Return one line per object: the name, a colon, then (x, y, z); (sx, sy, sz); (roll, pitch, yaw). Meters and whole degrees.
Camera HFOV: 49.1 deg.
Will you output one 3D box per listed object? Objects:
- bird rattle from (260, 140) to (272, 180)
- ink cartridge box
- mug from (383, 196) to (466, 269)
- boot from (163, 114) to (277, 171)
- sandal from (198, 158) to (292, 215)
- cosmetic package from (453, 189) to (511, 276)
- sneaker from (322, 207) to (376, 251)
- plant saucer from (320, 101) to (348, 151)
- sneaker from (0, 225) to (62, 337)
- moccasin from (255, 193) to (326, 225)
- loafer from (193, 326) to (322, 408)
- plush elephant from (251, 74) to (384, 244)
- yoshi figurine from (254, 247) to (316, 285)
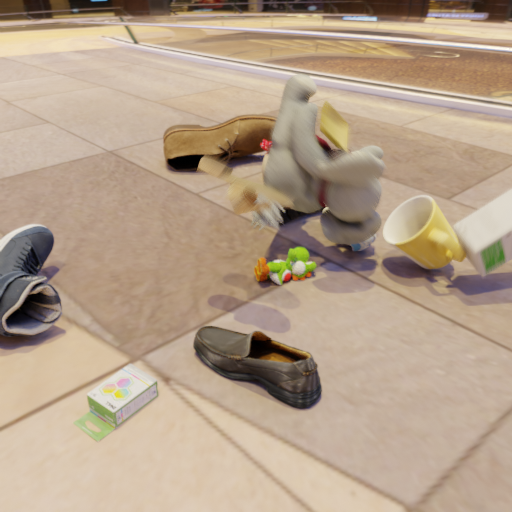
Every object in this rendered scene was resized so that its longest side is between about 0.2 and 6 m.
bird rattle: (0.421, -2.309, 14.208); (0.712, 1.263, 1.030); (8, 55, 14)
ink cartridge box: (-1.900, 1.956, 7.568); (0.556, 0.318, 1.071); (21, 36, 32)
mug: (3.190, -0.254, 10.474); (1.135, 1.163, 1.417); (-35, 29, 29)
boot: (-0.798, -3.001, 15.553); (3.571, 1.314, 1.347); (-8, 44, 0)
sandal: (-0.245, -0.941, 8.759); (1.711, 0.563, 0.627); (30, 17, 22)
cosmetic package: (4.444, -0.548, 9.776); (1.743, 0.938, 0.739); (-33, 48, 9)
sneaker: (1.815, -0.619, 11.793); (0.638, 0.633, 1.761); (-26, 31, -12)
plant saucer: (1.375, -2.317, 10.096); (0.172, 0.708, 0.708); (-20, 48, 37)
sneaker: (-3.794, 0.375, 9.466); (1.876, 0.987, 2.596); (2, 38, 24)
moccasin: (1.325, -1.592, 13.133); (2.976, 1.089, 1.149); (-26, 46, -22)
loafer: (-0.010, 1.378, 8.107); (2.151, 0.777, 0.783); (16, 35, 27)
plush elephant: (1.385, -1.548, 10.516); (2.312, 2.460, 2.986); (13, 58, 8)
yoshi figurine: (0.547, 0.123, 10.495); (1.136, 0.636, 0.638); (-5, 24, -15)
